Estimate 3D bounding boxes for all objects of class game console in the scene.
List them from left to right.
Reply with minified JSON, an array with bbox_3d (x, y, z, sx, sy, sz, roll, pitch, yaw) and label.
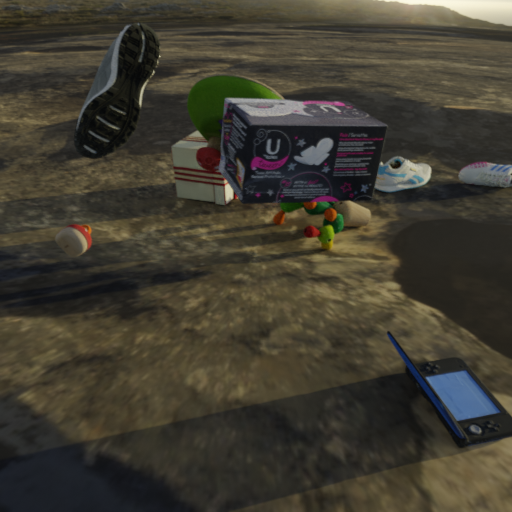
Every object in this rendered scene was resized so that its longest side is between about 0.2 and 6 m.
[{"bbox_3d":[2.632,1.682,7.573,1.322,0.916,1.549,-7,31,-11],"label":"game console"}]

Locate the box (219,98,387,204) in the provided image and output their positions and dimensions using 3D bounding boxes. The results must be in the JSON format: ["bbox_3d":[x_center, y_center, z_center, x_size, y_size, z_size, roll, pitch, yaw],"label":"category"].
[{"bbox_3d":[0.536,-1.361,7.037,1.770,1.015,1.169,-3,31,-19],"label":"box"}]

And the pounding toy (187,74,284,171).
[{"bbox_3d":[-0.142,-1.982,9.834,2.495,1.926,1.158,20,69,-12],"label":"pounding toy"}]

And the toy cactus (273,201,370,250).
[{"bbox_3d":[1.487,-0.921,12.300,2.121,1.315,2.571,11,22,-20],"label":"toy cactus"}]

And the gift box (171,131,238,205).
[{"bbox_3d":[-0.995,-2.356,14.116,1.624,1.605,1.739,11,37,22],"label":"gift box"}]

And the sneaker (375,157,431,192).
[{"bbox_3d":[3.927,-2.219,14.731,1.871,0.756,0.716,-18,32,-31],"label":"sneaker"}]

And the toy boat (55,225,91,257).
[{"bbox_3d":[-2.763,-0.301,8.696,0.477,0.476,0.729,-51,18,-31],"label":"toy boat"}]

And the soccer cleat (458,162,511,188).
[{"bbox_3d":[6.228,-2.100,14.681,1.699,0.593,0.733,-2,32,-3],"label":"soccer cleat"}]

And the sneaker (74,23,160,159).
[{"bbox_3d":[-2.681,-3.063,10.655,0.987,2.670,1.059,27,-6,-34],"label":"sneaker"}]
